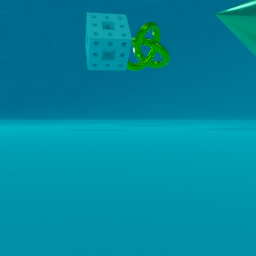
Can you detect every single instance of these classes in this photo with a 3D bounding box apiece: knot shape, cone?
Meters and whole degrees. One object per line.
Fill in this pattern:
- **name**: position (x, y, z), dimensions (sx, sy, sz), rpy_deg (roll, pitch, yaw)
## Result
- **knot shape**: position (0.839, -3.090, 11.413), dimensions (1.943, 2.076, 0.959), rpy_deg (32, 24, -25)
- **cone**: position (2.572, -2.355, 6.093), dimensions (1.613, 1.607, 1.607), rpy_deg (0, 2, -21)

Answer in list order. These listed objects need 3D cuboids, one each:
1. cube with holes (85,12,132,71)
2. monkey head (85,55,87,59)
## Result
- **cube with holes**: position (-0.756, -3.075, 10.059), dimensions (1.399, 1.399, 1.399), rpy_deg (-2, -35, -13)
- **monkey head**: position (-1.267, -3.163, 11.756), dimensions (0.988, 1.374, 0.828), rpy_deg (28, -33, -24)
